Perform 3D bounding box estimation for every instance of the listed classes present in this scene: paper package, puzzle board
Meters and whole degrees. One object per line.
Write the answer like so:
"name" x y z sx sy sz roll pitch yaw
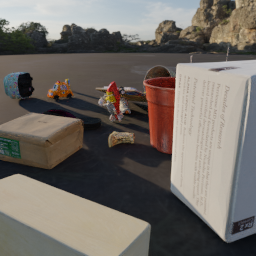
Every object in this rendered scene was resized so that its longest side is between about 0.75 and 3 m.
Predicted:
"paper package" -2.614 0.311 8.338 1.939 1.003 1.848 8 21 20
"puzzle board" 0.186 -1.570 13.118 2.207 0.255 2.929 14 -2 -41

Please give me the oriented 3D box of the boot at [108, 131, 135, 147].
"boot" -0.198 0.378 9.166 0.765 0.358 0.984 4 16 12

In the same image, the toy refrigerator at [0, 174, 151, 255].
"toy refrigerator" -1.207 1.694 4.400 2.908 1.017 1.104 12 15 29

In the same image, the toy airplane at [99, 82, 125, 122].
"toy airplane" -0.670 -0.942 11.286 1.032 1.457 1.463 -1 -24 -11

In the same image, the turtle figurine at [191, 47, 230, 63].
"turtle figurine" 4.201 -2.736 14.804 2.159 3.000 2.908 -41 9 -16

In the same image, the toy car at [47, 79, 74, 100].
"toy car" -3.979 -2.408 16.294 1.420 0.963 2.895 -5 20 -14

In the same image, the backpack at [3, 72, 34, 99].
"backpack" -5.940 -2.276 15.105 1.253 1.478 1.665 -2 16 0

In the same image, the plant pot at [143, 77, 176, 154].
"plant pot" 1.512 -0.402 8.776 2.126 2.068 2.126 0 19 0

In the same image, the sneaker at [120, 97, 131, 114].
"sneaker" -0.179 -1.056 12.885 0.512 0.622 1.353 -3 20 -9

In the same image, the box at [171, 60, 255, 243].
"box" 2.627 0.182 5.650 2.960 2.976 1.945 -8 21 -23

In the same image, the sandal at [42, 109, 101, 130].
"sandal" -2.484 -0.373 10.787 2.884 0.690 1.084 -2 19 -5

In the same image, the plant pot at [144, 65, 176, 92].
"plant pot" 2.176 -2.369 15.408 1.831 1.831 1.955 17 12 40
